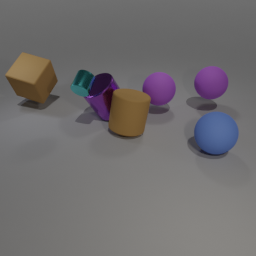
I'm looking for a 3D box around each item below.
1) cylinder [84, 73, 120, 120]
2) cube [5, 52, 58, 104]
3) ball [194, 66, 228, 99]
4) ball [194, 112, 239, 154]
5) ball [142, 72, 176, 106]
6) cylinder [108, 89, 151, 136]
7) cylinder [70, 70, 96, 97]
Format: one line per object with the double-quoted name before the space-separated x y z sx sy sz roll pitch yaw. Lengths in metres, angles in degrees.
"cylinder" -0.929 -1.261 11.367 1.400 1.400 1.400 -18 44 18
"cube" -4.107 -2.152 12.118 1.400 1.400 1.400 18 62 10
"ball" 3.541 -1.921 11.945 1.400 1.400 1.400 0 30 0
"ball" 2.892 0.162 9.218 1.400 1.400 1.400 0 30 0
"ball" 1.308 -1.645 11.808 1.400 1.400 1.400 0 30 0
"cylinder" 0.041 -0.603 10.489 1.400 1.400 1.400 9 24 -4
"cylinder" -1.602 -1.592 9.990 0.700 0.700 0.700 11 65 19
